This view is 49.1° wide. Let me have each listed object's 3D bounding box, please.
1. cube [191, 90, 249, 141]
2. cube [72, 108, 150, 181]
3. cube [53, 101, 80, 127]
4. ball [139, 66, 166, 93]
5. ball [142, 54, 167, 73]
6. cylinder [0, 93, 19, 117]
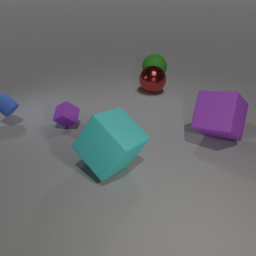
[{"bbox_3d":[3.261,-0.442,9.920,1.400,1.400,1.400,9,-7,38],"label":"cube"},{"bbox_3d":[-0.491,0.435,8.313,1.400,1.400,1.400,47,31,14],"label":"cube"},{"bbox_3d":[-2.441,-0.536,11.111,0.700,0.700,0.700,-17,54,38],"label":"cube"},{"bbox_3d":[1.274,-2.505,14.432,1.400,1.400,1.400,0,29,0],"label":"ball"},{"bbox_3d":[1.501,-3.462,15.838,1.400,1.400,1.400,0,29,0],"label":"ball"},{"bbox_3d":[-4.853,-0.913,11.109,0.700,0.700,0.700,42,32,-7],"label":"cylinder"}]
